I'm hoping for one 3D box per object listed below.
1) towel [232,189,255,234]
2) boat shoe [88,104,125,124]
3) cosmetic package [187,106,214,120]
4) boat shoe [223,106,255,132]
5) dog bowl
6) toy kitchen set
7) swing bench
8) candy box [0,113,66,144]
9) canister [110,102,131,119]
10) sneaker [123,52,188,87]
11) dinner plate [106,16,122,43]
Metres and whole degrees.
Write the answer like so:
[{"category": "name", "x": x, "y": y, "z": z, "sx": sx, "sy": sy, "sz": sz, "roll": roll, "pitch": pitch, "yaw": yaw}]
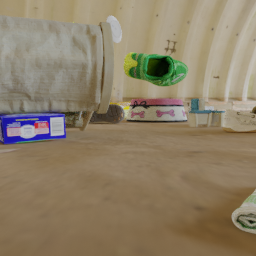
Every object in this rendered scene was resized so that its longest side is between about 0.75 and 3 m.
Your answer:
[{"category": "towel", "x": 1.028, "y": 0.409, "z": 1.522, "sx": 0.699, "sy": 0.144, "sz": 0.937, "roll": 4, "pitch": 5, "yaw": 34}, {"category": "boat shoe", "x": -1.365, "y": -0.540, "z": 11.029, "sx": 2.492, "sy": 0.928, "sz": 0.914, "roll": 9, "pitch": -5, "yaw": 1}, {"category": "cosmetic package", "x": 3.842, "y": -0.788, "z": 14.739, "sx": 1.750, "sy": 0.723, "sz": 0.443, "roll": -4, "pitch": 8, "yaw": -40}, {"category": "boat shoe", "x": 3.361, "y": -0.254, "z": 7.051, "sx": 1.998, "sy": 0.693, "sz": 0.707, "roll": -1, "pitch": 4, "yaw": -14}, {"category": "dog bowl", "x": 1.292, "y": -0.805, "z": 12.727, "sx": 2.767, "sy": 1.020, "sz": 2.767, "roll": -1, "pitch": 3, "yaw": 0}, {"category": "toy kitchen set", "x": 2.313, "y": -0.549, "z": 9.422, "sx": 1.304, "sy": 0.959, "sz": 1.628, "roll": -2, "pitch": 4, "yaw": -21}, {"category": "swing bench", "x": -1.883, "y": -0.889, "z": 5.620, "sx": 2.624, "sy": 1.712, "sz": 2.638, "roll": -3, "pitch": -7, "yaw": -22}, {"category": "candy box", "x": -1.911, "y": -0.029, "z": 5.287, "sx": 1.083, "sy": 0.493, "sz": 1.281, "roll": -4, "pitch": 7, "yaw": -32}, {"category": "canister", "x": -0.470, "y": -0.975, "z": 15.695, "sx": 1.682, "sy": 0.980, "sz": 2.265, "roll": 2, "pitch": 6, "yaw": 31}, {"category": "sneaker", "x": 0.825, "y": -1.347, "z": 6.715, "sx": 2.045, "sy": 0.757, "sz": 0.854, "roll": -5, "pitch": 17, "yaw": -42}, {"category": "dinner plate", "x": -0.561, "y": -4.294, "z": 12.165, "sx": 0.141, "sy": 1.163, "sz": 1.163, "roll": -7, "pitch": 0, "yaw": 33}]
